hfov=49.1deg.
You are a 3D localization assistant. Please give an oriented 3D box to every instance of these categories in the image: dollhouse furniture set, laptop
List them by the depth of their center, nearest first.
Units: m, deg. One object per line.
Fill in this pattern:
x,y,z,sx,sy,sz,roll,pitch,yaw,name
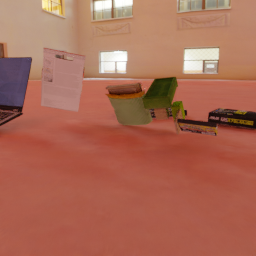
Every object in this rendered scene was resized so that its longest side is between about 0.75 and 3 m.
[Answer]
0.323,-0.434,7.352,2.063,1.351,1.035,-2,37,24,dollhouse furniture set
-4.063,-0.939,7.596,2.241,1.387,2.394,6,29,27,laptop

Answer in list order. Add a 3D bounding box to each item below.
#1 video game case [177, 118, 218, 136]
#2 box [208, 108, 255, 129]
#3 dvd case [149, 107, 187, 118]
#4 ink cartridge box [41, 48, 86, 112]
1.450,-0.015,5.804,0.775,0.099,0.701,8,-12,20,video game case
3.313,-0.310,8.380,1.482,0.365,1.534,7,12,30,box
0.815,-0.573,9.945,2.087,0.258,1.569,-5,12,-13,dvd case
-1.968,-1.509,8.504,1.207,2.216,0.558,9,47,-11,ink cartridge box
